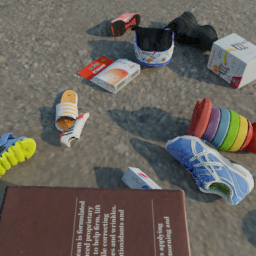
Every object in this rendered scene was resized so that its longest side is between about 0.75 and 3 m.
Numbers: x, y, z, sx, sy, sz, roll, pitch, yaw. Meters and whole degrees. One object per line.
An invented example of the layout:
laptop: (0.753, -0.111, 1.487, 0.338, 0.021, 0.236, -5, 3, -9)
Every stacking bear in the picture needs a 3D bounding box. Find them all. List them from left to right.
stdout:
stacking bear: (2.987, 0.085, 8.013, 2.242, 1.362, 1.275, 17, 91, 1)

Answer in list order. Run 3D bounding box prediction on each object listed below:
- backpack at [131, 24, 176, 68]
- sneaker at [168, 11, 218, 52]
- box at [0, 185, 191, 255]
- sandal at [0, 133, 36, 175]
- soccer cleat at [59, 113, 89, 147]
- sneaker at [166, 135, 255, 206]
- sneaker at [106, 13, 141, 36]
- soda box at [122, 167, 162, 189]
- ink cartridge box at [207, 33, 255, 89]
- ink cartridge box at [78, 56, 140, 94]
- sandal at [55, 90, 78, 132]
backpack: (0.953, -3.023, 10.542, 1.724, 1.328, 1.643, 0, 43, 8)
sneaker: (2.642, -3.799, 11.554, 1.220, 1.021, 2.688, -27, 48, -9)
box: (-0.567, 2.553, 4.811, 2.929, 2.405, 2.430, 3, 57, -3)
sandal: (-3.662, 0.819, 7.681, 0.934, 0.852, 2.144, 34, 50, 30)
soccer cleat: (-1.497, 0.046, 8.185, 1.152, 0.395, 0.491, -45, 73, -4)
sneaker: (2.011, 1.036, 7.347, 2.478, 0.938, 0.954, 30, 52, 25)
sneaker: (-0.329, -4.604, 12.410, 1.902, 0.701, 0.825, -32, 45, -30)
soda box: (0.425, 1.487, 7.011, 0.435, 0.407, 1.278, 17, 14, -46)
ink cartridge box: (3.890, -2.454, 10.157, 1.135, 1.140, 1.569, -28, 55, -21)
ink cartridge box: (-0.716, -2.175, 10.388, 1.861, 0.466, 1.509, 32, 56, 21)
sandal: (-2.002, -0.691, 9.065, 0.725, 0.542, 1.892, -5, 50, -4)
